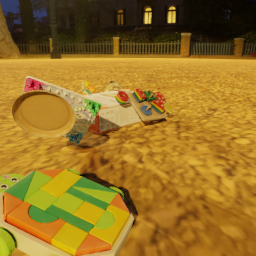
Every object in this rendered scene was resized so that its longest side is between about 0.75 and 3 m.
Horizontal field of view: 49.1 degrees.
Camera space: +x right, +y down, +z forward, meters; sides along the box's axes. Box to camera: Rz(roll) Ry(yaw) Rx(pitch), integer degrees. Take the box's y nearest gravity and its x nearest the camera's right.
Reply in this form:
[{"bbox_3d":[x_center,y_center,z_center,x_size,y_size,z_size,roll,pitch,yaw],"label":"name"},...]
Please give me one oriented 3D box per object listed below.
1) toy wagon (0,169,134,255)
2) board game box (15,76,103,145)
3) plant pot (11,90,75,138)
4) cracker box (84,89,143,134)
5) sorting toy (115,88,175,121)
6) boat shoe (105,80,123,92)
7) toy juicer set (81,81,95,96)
[{"bbox_3d":[-1.026,1.042,3.659,2.110,0.418,1.637,21,24,14],"label":"toy wagon"},{"bbox_3d":[-1.608,-0.292,6.289,1.627,1.628,0.211,20,51,-17],"label":"board game box"},{"bbox_3d":[-1.434,-0.243,4.809,1.057,1.057,0.145,0,43,-1],"label":"plant pot"},{"bbox_3d":[-0.522,-0.660,9.222,1.818,0.783,2.714,17,23,41],"label":"cracker box"},{"bbox_3d":[0.682,-0.766,8.384,2.138,0.362,1.031,-9,59,-43],"label":"sorting toy"},{"bbox_3d":[-0.607,-1.543,11.825,0.842,0.755,2.274,10,18,-16],"label":"boat shoe"},{"bbox_3d":[-1.744,-1.494,11.564,0.396,0.925,1.454,-24,28,-25],"label":"toy juicer set"}]
